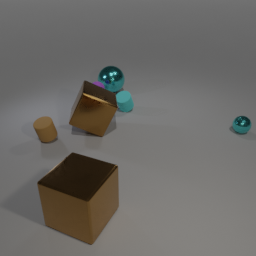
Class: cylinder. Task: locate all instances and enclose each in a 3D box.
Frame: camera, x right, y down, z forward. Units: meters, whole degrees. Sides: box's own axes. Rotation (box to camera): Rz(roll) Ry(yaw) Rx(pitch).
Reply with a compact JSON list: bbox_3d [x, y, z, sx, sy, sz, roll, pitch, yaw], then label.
[{"bbox_3d":[-3.034,0.048,10.308,0.700,0.700,0.700,-6,43,5],"label":"cylinder"},{"bbox_3d":[-0.143,-1.199,12.646,0.700,0.700,0.700,-8,55,11],"label":"cylinder"}]

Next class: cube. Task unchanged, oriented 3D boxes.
[{"bbox_3d":[-1.343,-0.766,10.886,1.400,1.400,1.400,22,24,-17],"label":"cube"},{"bbox_3d":[-1.147,1.663,6.907,1.400,1.400,1.400,13,31,22],"label":"cube"}]

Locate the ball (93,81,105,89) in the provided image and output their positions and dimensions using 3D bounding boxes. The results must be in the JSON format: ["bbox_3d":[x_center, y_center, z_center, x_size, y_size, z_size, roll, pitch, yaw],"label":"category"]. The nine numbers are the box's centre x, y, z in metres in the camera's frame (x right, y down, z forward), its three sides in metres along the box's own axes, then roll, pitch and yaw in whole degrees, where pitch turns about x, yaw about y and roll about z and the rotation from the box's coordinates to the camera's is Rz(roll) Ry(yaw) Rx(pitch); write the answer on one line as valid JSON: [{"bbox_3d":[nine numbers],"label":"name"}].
[{"bbox_3d":[-1.453,-1.853,13.269,0.700,0.700,0.700,0,29,0],"label":"ball"}]

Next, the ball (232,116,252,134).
[{"bbox_3d":[4.453,-0.132,10.952,0.700,0.700,0.700,0,29,0],"label":"ball"}]

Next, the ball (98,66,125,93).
[{"bbox_3d":[-0.869,-2.511,14.504,1.400,1.400,1.400,0,29,0],"label":"ball"}]
